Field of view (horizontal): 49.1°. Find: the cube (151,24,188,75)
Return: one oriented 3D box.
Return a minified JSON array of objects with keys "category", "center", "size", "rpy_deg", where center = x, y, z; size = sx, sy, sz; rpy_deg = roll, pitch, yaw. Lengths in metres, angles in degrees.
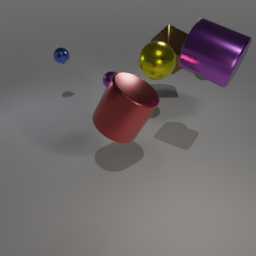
[{"category":"cube","center":[1.938,-3.505,12.685],"size":[1.400,1.400,1.400],"rpy_deg":[16,-22,-27]}]

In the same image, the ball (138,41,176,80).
[{"category":"ball","center":[1.071,-2.488,10.352],"size":[1.400,1.400,1.400],"rpy_deg":[0,31,0]}]

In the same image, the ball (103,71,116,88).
[{"category":"ball","center":[-0.650,-1.883,11.047],"size":[0.700,0.700,0.700],"rpy_deg":[0,31,0]}]

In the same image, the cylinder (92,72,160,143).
[{"category":"cylinder","center":[-0.078,-0.547,7.644],"size":[1.400,1.400,1.400],"rpy_deg":[21,36,-16]}]

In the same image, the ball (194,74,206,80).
[{"category":"ball","center":[2.414,-1.855,8.844],"size":[0.700,0.700,0.700],"rpy_deg":[0,31,0]}]

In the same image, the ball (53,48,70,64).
[{"category":"ball","center":[-2.928,-3.182,12.335],"size":[0.700,0.700,0.700],"rpy_deg":[0,31,0]}]

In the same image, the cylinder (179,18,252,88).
[{"category":"cylinder","center":[2.301,-1.994,7.495],"size":[1.400,1.400,1.400],"rpy_deg":[30,40,17]}]
